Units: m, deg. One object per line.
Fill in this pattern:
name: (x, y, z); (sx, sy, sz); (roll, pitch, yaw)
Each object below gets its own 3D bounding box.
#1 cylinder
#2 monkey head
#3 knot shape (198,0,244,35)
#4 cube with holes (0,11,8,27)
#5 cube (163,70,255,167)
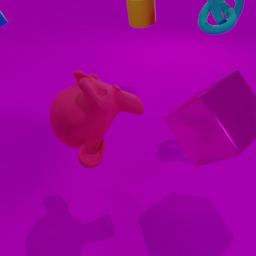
cylinder: (0.414, -3.645, 8.597); (0.849, 0.849, 0.849); (-5, 43, 5)
monkey head: (-0.518, -0.194, 4.486); (1.376, 1.152, 1.913); (15, 22, -28)
knot shape: (1.967, -2.704, 6.176); (1.238, 1.159, 0.572); (-43, 9, -24)
cube with holes: (-3.254, -2.365, 5.120); (1.188, 1.188, 1.188); (-35, 83, -5)
cube: (1.454, -0.127, 4.647); (1.047, 1.047, 1.047); (-33, 89, -30)
